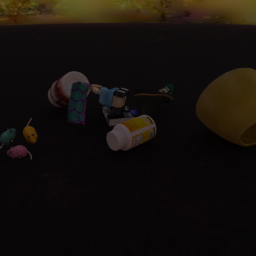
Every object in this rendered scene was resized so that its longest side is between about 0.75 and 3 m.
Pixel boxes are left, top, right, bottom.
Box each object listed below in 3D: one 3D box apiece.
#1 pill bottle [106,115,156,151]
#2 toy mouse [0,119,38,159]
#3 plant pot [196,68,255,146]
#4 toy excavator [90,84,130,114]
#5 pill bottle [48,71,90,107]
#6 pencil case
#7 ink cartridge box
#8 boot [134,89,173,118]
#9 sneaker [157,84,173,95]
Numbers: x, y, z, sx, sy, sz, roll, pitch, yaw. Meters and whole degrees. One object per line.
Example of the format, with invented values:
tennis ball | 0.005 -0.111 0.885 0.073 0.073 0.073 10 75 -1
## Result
pill bottle | 0.090 0.152 7.655 1.346 0.735 0.735 -21 33 -38
toy mouse | -2.981 0.369 7.322 1.198 0.261 1.348 -22 58 -13
plant pot | 3.134 -0.379 7.679 2.059 2.059 1.462 -8 47 -16
toy excavator | -0.725 -1.122 9.395 1.472 0.735 1.431 18 18 8
pill bottle | -2.132 -1.282 9.808 0.993 0.993 1.739 -18 4 -33
pencil case | -1.427 -0.739 8.178 0.562 1.216 0.518 11 7 19
ink cartridge box | -0.161 -0.460 9.527 1.217 0.264 1.205 -5 26 -14
boot | 0.847 -0.656 9.353 1.554 1.075 0.602 2 -6 -31
sneaker | 1.240 -1.216 10.262 0.407 0.456 1.140 43 85 15
